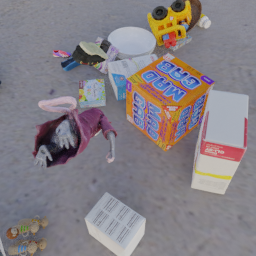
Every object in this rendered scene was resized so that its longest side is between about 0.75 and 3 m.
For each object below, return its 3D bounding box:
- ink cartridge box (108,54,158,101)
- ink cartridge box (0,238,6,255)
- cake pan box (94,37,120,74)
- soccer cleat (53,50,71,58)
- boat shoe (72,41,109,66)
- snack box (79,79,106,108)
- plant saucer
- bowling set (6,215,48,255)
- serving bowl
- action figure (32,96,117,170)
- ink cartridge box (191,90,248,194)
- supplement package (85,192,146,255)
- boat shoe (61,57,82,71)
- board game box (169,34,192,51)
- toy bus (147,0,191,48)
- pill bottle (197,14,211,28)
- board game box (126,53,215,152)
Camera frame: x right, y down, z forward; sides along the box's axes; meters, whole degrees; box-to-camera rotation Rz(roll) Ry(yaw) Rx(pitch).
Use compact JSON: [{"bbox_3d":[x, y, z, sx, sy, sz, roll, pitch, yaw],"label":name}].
[{"bbox_3d":[0.395,-2.272,12.396,2.261,0.957,1.634,-13,53,-8],"label":"ink cartridge box"},{"bbox_3d":[-4.218,4.055,7.334,1.935,1.117,2.660,-25,56,-18],"label":"ink cartridge box"},{"bbox_3d":[-1.186,-3.433,13.175,1.270,1.379,0.361,39,18,24],"label":"cake pan box"},{"bbox_3d":[-3.288,-3.709,13.925,0.900,0.329,0.307,3,52,2],"label":"soccer cleat"},{"bbox_3d":[-1.345,-2.657,10.188,0.760,0.651,2.077,47,21,4],"label":"boat shoe"},{"bbox_3d":[-1.543,-1.515,12.131,1.106,0.444,1.312,-4,53,-2],"label":"snack box"},{"bbox_3d":[2.861,-5.731,14.572,2.224,0.407,2.224,-12,70,35],"label":"plant saucer"},{"bbox_3d":[-2.868,3.229,8.000,0.924,1.198,1.721,-4,56,-5],"label":"bowling set"},{"bbox_3d":[0.183,-4.045,13.881,2.364,0.777,2.364,1,50,-1],"label":"serving bowl"},{"bbox_3d":[-1.349,-0.040,7.416,1.908,2.121,2.848,-1,18,24],"label":"action figure"},{"bbox_3d":[2.864,0.547,9.007,1.187,2.846,2.066,10,53,12],"label":"ink cartridge box"},{"bbox_3d":[-0.344,2.868,8.130,1.394,1.333,1.026,29,57,21],"label":"supplement package"},{"bbox_3d":[-2.482,-3.340,13.411,1.603,0.675,0.550,-32,69,-25],"label":"boat shoe"},{"bbox_3d":[2.556,-4.616,14.699,1.342,0.230,0.902,-33,59,-23],"label":"board game box"},{"bbox_3d":[2.231,-4.951,13.859,2.152,1.460,2.065,-16,71,11],"label":"toy bus"},{"bbox_3d":[4.051,-5.992,15.533,0.619,0.619,1.112,-26,57,-19],"label":"pill bottle"},{"bbox_3d":[1.475,-0.998,10.581,2.228,2.227,2.229,-35,60,-24],"label":"board game box"}]
